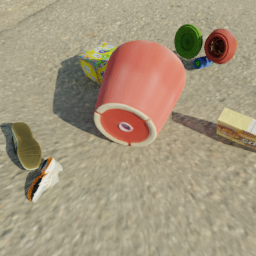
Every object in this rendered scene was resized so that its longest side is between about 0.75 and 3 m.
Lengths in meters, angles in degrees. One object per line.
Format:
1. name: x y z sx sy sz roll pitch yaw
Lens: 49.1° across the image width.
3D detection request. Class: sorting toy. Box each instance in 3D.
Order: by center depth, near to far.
1. sorting toy: 3.048 -3.095 10.686 1.063 1.556 2.589 -20 35 -36

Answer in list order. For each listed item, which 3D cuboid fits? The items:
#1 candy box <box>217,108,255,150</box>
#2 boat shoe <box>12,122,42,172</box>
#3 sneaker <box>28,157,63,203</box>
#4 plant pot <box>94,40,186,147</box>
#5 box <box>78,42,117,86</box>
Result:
1. candy box: 3.349 0.136 7.742 1.708 0.986 0.472 26 76 25
2. boat shoe: -2.802 0.567 7.667 0.613 0.564 1.715 -7 48 -34
3. sneaker: -1.999 1.348 6.950 0.442 0.537 1.168 1 57 48
4. plant pot: 0.226 -0.834 7.993 2.490 2.490 2.203 12 54 12
5. box: -0.883 -2.385 10.279 1.313 0.831 1.363 -31 43 -19
